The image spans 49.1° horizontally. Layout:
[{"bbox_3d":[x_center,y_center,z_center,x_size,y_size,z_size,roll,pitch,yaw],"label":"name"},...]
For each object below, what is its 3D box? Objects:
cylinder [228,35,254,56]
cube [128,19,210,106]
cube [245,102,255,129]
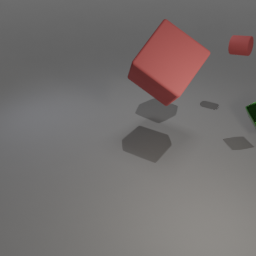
[{"bbox_3d":[4.207,-3.073,10.432,0.700,0.700,0.700,17,35,35],"label":"cylinder"},{"bbox_3d":[0.986,-1.617,7.298,1.400,1.400,1.400,36,-7,-1],"label":"cube"},{"bbox_3d":[4.369,-0.432,9.158,0.700,0.700,0.700,-27,55,18],"label":"cube"}]
